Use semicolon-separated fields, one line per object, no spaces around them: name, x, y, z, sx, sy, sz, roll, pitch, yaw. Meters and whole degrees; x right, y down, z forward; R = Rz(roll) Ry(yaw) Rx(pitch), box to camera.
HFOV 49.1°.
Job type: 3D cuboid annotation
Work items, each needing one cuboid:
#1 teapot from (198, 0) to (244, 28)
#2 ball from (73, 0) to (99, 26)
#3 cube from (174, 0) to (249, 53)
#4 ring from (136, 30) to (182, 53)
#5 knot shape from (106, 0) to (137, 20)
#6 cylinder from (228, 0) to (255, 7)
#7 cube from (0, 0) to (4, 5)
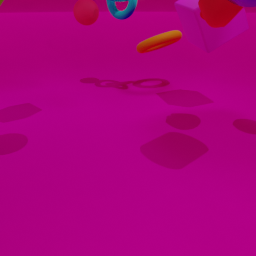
teapot;1.844;-2.580;5.298;1.159;0.913;1.864;-47;-1;-13
ball;-1.473;-4.093;9.881;0.895;0.895;0.895;0;25;0
cube;2.276;-3.091;7.715;1.289;1.289;1.289;-31;35;3
ring;1.151;-3.189;10.422;1.744;0.349;1.744;-18;8;3
knot shape;-0.149;-4.418;8.679;1.602;1.712;0.791;-37;12;8
cylinder;1.420;-2.192;3.324;1.209;1.209;1.209;19;19;36
cube;-3.254;-2.983;5.772;0.955;0.955;0.955;47;17;9
